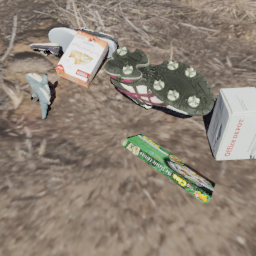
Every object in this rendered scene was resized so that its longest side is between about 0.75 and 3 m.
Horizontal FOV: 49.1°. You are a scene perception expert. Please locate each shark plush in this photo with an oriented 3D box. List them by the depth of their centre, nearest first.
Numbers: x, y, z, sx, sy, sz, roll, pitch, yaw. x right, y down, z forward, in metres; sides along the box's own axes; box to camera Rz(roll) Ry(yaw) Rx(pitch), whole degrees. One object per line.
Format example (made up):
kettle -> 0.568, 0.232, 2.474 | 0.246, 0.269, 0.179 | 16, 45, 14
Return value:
shark plush -> -2.455, -0.888, 7.785 | 0.553, 0.603, 1.327 | -10, 92, -23

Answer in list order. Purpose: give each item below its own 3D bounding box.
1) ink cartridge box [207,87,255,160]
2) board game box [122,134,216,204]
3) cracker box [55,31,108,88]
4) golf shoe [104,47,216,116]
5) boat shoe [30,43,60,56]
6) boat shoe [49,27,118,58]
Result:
ink cartridge box -> 3.092, -0.100, 6.456 | 2.170, 1.590, 0.901 | -2, 45, -3
board game box -> 0.900, 0.789, 5.960 | 2.001, 0.235, 1.048 | 34, 18, 17
cracker box -> -1.384, -2.131, 8.602 | 1.036, 0.446, 1.547 | 23, 71, 5
golf shoe -> 0.776, -1.010, 6.941 | 2.929, 1.290, 1.131 | 31, 69, 26
boat shoe -> -2.813, -2.635, 9.409 | 1.289, 0.404, 0.468 | 8, 19, 30
boat shoe -> -1.482, -3.030, 9.549 | 2.330, 0.860, 0.796 | 9, 45, 8
